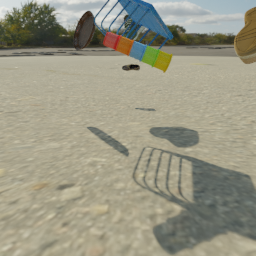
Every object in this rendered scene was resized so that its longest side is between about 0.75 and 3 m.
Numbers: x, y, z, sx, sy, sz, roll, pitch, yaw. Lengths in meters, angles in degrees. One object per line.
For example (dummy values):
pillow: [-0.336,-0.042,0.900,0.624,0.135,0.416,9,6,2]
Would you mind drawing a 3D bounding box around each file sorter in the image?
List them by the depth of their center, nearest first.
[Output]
file sorter: [0.086,-3.245,9.043,2.105,1.291,1.461,44,5,40]

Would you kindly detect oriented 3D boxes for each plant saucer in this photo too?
plant saucer: [-1.719,-3.873,11.241,0.257,1.601,1.601,11,9,-36]

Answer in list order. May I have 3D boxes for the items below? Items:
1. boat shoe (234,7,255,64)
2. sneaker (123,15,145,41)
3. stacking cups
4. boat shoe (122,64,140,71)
boat shoe: [3.480,-2.369,7.411,0.957,0.898,2.595,-6,40,39]
sneaker: [0.066,-4.162,11.540,0.702,0.940,2.095,-12,35,41]
stacking cups: [0.248,-1.970,7.025,1.723,0.521,0.521,23,17,-5]
boat shoe: [0.122,-2.761,12.706,0.853,0.306,0.254,5,-18,12]
